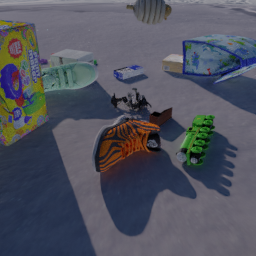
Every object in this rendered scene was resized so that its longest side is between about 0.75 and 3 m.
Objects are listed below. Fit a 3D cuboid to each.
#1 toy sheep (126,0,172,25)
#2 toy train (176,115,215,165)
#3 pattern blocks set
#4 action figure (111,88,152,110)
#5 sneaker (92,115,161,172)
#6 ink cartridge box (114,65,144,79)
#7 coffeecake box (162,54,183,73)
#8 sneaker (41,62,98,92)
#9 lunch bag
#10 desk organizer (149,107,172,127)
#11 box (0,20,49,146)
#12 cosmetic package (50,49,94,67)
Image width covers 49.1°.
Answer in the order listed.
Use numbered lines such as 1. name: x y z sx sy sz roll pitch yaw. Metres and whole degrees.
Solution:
1. toy sheep: 0.505 -2.841 6.685 1.107 0.763 0.763 0 29 -5
2. toy train: 1.732 0.228 7.009 0.618 0.457 2.193 3 27 26
3. pattern blocks set: -2.907 -3.238 13.511 2.725 0.221 2.395 8 30 13
4. action figure: 0.123 -0.901 8.838 1.282 0.654 0.762 4 18 10
5. sneaker: 0.094 0.312 6.393 1.240 0.859 2.214 9 30 19
6. ink cartridge box: 0.037 -2.388 11.906 1.242 0.275 0.584 -24 38 -37
7. coffeecake box: 2.217 -2.965 12.752 0.974 0.464 1.269 13 31 22
8. sneaker: -2.407 -1.618 9.741 2.660 0.979 1.569 -7 22 8
9. lunch bag: 3.922 -2.811 11.163 2.338 1.752 2.749 -21 26 -34
10. desk organizer: 0.956 -0.349 8.129 0.312 0.335 0.871 19 34 31
11. box: -3.803 -1.342 7.425 2.633 2.734 1.668 12 31 21
12. cosmetic package: -2.170 -2.411 11.088 1.327 1.094 1.095 13 32 23
